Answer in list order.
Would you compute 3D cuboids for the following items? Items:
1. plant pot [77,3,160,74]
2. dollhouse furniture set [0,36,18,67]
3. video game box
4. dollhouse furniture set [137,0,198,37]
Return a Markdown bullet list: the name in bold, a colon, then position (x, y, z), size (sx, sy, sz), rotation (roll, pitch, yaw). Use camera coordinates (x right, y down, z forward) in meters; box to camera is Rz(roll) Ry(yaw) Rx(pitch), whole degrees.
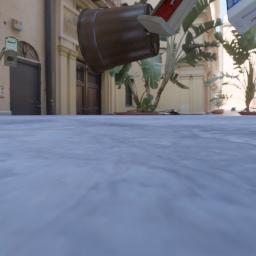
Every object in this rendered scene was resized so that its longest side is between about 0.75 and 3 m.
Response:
- **plant pot**: position (-0.186, -2.931, 8.971), size (2.114, 2.135, 2.135), rotation (-4, 2, 22)
- **dollhouse furniture set**: position (-4.018, -2.612, 8.782), size (1.040, 1.176, 0.654), rotation (2, -39, -23)
- **video game box**: position (2.768, -3.123, 5.076), size (0.537, 2.293, 2.089), rotation (32, -40, -30)
- **dollhouse furniture set**: position (0.944, -3.083, 5.084), size (1.574, 2.234, 1.565), rotation (33, 5, -35)
